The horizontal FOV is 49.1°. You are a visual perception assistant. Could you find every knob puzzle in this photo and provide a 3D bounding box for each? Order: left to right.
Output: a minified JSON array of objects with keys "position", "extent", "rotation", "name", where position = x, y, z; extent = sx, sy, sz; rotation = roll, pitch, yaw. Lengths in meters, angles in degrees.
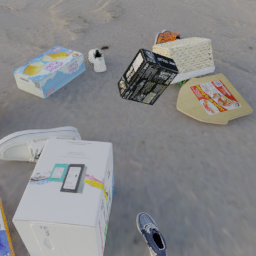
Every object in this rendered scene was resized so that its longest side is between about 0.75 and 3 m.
[{"position":[3.359,-1.117,11.897],"extent":[3.095,0.429,3.095],"rotation":[0,51,0],"name":"knob puzzle"}]

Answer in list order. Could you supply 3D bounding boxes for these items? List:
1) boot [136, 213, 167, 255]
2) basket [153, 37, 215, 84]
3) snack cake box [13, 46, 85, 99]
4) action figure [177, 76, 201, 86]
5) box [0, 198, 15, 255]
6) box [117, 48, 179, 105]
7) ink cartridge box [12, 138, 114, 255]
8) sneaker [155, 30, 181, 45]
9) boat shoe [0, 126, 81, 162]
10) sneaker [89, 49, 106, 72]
[{"position":[0.639,2.723,7.395],"extent":[0.525,0.652,1.444],"rotation":[-15,43,-17],"name":"boot"},{"position":[2.576,-3.284,13.300],"extent":[2.563,1.581,1.737],"rotation":[-18,27,-19],"name":"basket"},{"position":[-3.668,-2.750,13.424],"extent":[1.716,1.003,2.984],"rotation":[21,45,24],"name":"snack cake box"},{"position":[3.245,-2.023,13.000],"extent":[1.995,0.546,1.178],"rotation":[11,45,18],"name":"action figure"},{"position":[-4.059,2.753,7.484],"extent":[1.496,0.521,2.513],"rotation":[-20,47,-22],"name":"box"},{"position":[0.604,-1.571,8.881],"extent":[1.284,1.568,0.675],"rotation":[9,48,-29],"name":"box"},{"position":[-1.463,1.871,7.428],"extent":[1.881,1.890,2.577],"rotation":[3,42,4],"name":"ink cartridge box"},{"position":[2.391,-5.143,16.291],"extent":[1.261,0.873,2.251],"rotation":[16,43,19],"name":"sneaker"},{"position":[-2.983,0.702,9.527],"extent":[2.878,1.020,1.005],"rotation":[-8,38,-19],"name":"boat shoe"},{"position":[-1.588,-3.768,14.611],"extent":[0.773,0.985,1.983],"rotation":[-14,43,-16],"name":"sneaker"}]
